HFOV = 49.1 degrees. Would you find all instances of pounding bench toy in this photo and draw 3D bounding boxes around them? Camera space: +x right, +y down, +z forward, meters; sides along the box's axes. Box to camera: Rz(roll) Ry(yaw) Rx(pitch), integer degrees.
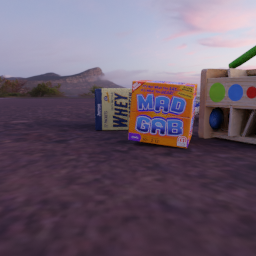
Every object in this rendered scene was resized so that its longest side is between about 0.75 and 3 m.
[{"bbox_3d":[2.742,-1.011,6.216,1.608,2.588,2.019,-6,10,-35],"label":"pounding bench toy"}]

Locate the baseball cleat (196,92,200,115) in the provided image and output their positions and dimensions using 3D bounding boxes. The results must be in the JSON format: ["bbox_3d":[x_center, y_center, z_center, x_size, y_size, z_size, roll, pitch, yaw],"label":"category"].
[{"bbox_3d":[2.898,-1.012,11.343,2.932,1.023,1.561,11,3,-2],"label":"baseball cleat"}]

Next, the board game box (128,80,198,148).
[{"bbox_3d":[0.782,-0.367,5.993,1.216,1.215,1.214,8,13,15],"label":"board game box"}]

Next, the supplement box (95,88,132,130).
[{"bbox_3d":[-0.140,-0.629,8.656,1.751,1.176,1.752,-1,8,-6],"label":"supplement box"}]

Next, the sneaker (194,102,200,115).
[{"bbox_3d":[2.714,-0.823,10.178,1.238,0.715,0.500,7,47,-5],"label":"sneaker"}]
